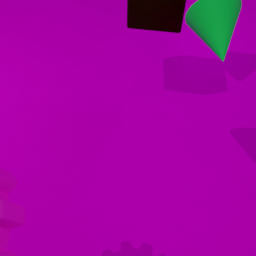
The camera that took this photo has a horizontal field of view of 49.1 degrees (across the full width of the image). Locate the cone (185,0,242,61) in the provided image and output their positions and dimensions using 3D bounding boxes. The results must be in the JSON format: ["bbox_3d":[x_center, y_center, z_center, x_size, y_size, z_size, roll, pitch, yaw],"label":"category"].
[{"bbox_3d":[1.559,-1.596,4.861,0.981,0.981,0.984,-5,74,-3],"label":"cone"}]

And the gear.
[{"bbox_3d":[-1.942,1.124,2.902,1.781,0.329,1.781,-9,61,17],"label":"gear"}]

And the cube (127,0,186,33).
[{"bbox_3d":[0.751,-3.346,6.914,1.364,1.364,1.364,8,48,6],"label":"cube"}]
